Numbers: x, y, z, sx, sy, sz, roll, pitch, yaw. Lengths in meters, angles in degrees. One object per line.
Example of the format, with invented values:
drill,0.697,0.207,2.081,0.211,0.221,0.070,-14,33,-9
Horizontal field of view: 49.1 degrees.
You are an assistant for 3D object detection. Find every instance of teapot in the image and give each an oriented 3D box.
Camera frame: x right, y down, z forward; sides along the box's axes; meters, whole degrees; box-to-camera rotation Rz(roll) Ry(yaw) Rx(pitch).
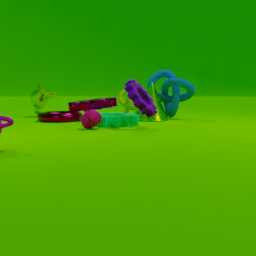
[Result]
teapot,-1.140,-0.304,8.516,0.659,0.519,1.059,-33,-9,1
teapot,-2.757,0.000,5.152,1.414,0.879,0.692,-13,-30,13

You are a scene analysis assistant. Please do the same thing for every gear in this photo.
gear,-0.555,-0.297,9.802,1.860,0.344,1.860,0,7,0
gear,-1.424,-0.971,11.397,1.956,0.362,1.956,-6,9,1
gear,0.399,-0.902,8.507,0.237,1.279,1.279,-37,-7,22

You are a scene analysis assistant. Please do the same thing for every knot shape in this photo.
knot shape,1.867,-1.513,11.609,0.936,2.026,1.896,-31,10,-41
knot shape,0.005,-1.231,12.710,0.595,1.206,1.288,-5,-26,-36

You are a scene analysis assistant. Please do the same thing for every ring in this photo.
ring,-2.684,-0.461,11.081,1.761,0.352,1.761,0,7,0

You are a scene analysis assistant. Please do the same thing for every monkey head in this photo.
monkey head,-3.850,-1.365,12.766,1.141,1.586,0.956,8,46,-24

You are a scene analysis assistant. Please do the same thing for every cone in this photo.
cone,0.941,-1.107,11.364,1.512,1.518,1.512,2,7,0
